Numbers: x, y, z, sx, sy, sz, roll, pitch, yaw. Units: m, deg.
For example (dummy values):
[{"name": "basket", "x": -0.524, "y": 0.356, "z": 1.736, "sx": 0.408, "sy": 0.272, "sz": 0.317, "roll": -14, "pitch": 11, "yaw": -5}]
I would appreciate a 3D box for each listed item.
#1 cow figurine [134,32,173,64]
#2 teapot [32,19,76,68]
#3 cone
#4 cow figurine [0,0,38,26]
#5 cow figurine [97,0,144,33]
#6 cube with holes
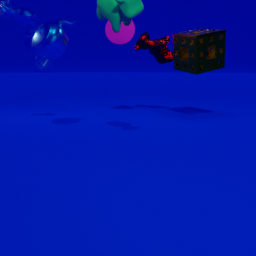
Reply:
[{"name": "cow figurine", "x": 1.056, "y": -3.177, "z": 11.304, "sx": 1.466, "sy": 1.490, "sz": 0.818, "roll": -7, "pitch": 37, "yaw": 40}, {"name": "teapot", "x": -2.085, "y": -2.450, "z": 7.872, "sx": 0.831, "sy": 1.697, "sz": 1.055, "roll": 30, "pitch": 3, "yaw": -45}, {"name": "cone", "x": -0.281, "y": -3.660, "z": 10.880, "sx": 1.091, "sy": 1.091, "sz": 1.095, "roll": 0, "pitch": 3, "yaw": 2}, {"name": "cow figurine", "x": -3.325, "y": -3.462, "z": 8.459, "sx": 0.927, "sy": 0.509, "sz": 0.912, "roll": 11, "pitch": -8, "yaw": 26}, {"name": "cow figurine", "x": -0.234, "y": -2.900, "z": 6.556, "sx": 0.718, "sy": 1.287, "sz": 1.308, "roll": -41, "pitch": 70, "yaw": -20}, {"name": "cube with holes", "x": 2.585, "y": -2.834, "z": 10.256, "sx": 1.326, "sy": 1.326, "sz": 1.326, "roll": -18, "pitch": 26, "yaw": -23}]
